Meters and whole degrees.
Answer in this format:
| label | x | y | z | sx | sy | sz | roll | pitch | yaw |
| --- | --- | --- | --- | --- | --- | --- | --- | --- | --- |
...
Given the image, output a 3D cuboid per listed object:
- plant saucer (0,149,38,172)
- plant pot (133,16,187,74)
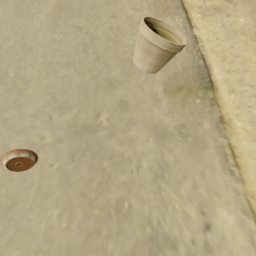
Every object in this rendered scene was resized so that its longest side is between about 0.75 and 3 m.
| label | x | y | z | sx | sy | sz | roll | pitch | yaw |
| --- | --- | --- | --- | --- | --- | --- | --- | --- | --- |
| plant saucer | -2.350 | 0.741 | 6.075 | 0.789 | 0.789 | 0.144 | -13 | 53 | -8 |
| plant pot | 0.765 | -2.289 | 8.051 | 1.412 | 1.225 | 1.412 | 20 | 39 | -17 |
